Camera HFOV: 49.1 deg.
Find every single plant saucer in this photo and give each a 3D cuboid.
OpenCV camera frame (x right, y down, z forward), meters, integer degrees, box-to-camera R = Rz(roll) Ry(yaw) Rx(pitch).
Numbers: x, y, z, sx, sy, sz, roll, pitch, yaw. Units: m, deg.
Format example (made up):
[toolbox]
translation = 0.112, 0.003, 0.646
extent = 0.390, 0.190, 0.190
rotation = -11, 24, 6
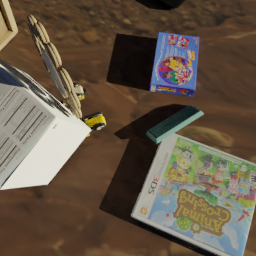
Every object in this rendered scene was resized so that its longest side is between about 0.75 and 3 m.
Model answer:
[plant saucer]
translation = 1.233, -0.146, 7.406
extent = 1.552, 0.147, 0.543
rotation = -30, 39, -13

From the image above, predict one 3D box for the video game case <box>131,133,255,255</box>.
[video game case]
translation = 1.706, 1.536, 6.749
extent = 2.601, 0.287, 2.368
rotation = 21, 69, 9

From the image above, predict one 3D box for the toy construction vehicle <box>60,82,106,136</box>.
[toy construction vehicle]
translation = -1.428, -0.366, 7.374
extent = 1.594, 0.561, 1.388
rotation = -21, 77, 10

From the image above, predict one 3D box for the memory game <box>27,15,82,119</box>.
[memory game]
translation = -1.528, -1.222, 5.884
extent = 0.146, 2.299, 2.299
rotation = -28, 70, -15

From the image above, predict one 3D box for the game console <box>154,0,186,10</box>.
[game console]
translation = 1.015, -4.827, 9.454
extent = 2.207, 0.266, 1.302
rotation = 34, 71, 14

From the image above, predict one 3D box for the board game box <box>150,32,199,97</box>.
[board game box]
translation = 1.360, -1.870, 8.119
extent = 1.234, 0.411, 1.836
rotation = 9, 67, 4

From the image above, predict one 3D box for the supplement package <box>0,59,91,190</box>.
[supplement package]
translation = -2.522, -0.123, 6.354
extent = 2.390, 1.813, 1.800
rotation = 40, 93, 16

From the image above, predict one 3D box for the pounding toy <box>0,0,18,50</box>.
[pounding toy]
translation = -4.417, -3.194, 7.833
extent = 1.806, 2.338, 2.540
rotation = 34, 71, 1
